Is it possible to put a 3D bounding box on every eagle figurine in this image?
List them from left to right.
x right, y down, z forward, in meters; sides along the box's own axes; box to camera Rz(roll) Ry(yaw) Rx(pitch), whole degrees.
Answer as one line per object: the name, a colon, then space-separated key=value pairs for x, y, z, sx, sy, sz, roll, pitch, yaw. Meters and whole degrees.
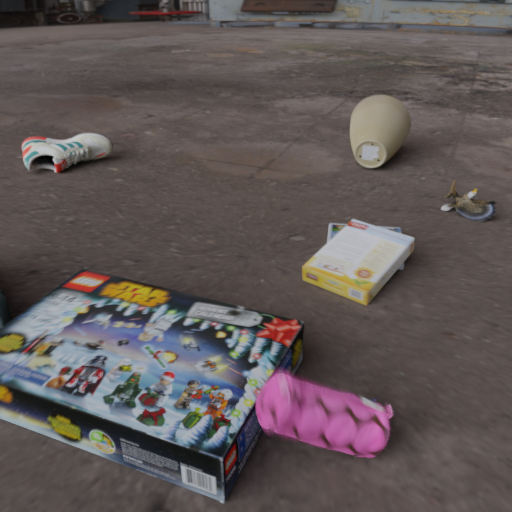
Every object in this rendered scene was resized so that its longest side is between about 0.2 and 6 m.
eagle figurine: x=4.771 y=-1.179 z=12.514 sx=1.061 sy=0.801 sz=0.805 roll=35 pitch=80 yaw=3

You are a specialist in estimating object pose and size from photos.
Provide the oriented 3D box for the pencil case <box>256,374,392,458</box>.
pencil case: x=0.778 y=1.774 z=6.317 sx=1.485 sy=0.696 sz=0.674 roll=19 pitch=39 yaw=-20

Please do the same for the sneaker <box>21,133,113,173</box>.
sneaker: x=-5.061 y=-2.658 z=15.104 sx=2.378 sy=0.837 sz=1.112 roll=-5 pitch=49 yaw=-17

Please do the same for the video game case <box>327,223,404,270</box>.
video game case: x=2.123 y=-0.207 z=10.993 sx=1.455 sy=0.160 sz=1.326 roll=4 pitch=35 yaw=9

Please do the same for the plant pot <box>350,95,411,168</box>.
plant pot: x=3.249 y=-3.221 z=15.300 sx=1.689 sy=1.689 sz=1.803 roll=9 pitch=42 yaw=17

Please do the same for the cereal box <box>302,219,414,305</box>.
cereal box: x=1.869 y=0.053 z=10.147 sx=1.314 sy=0.361 sz=1.826 roll=22 pitch=44 yaw=32

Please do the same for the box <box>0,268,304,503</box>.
box: x=-1.569 y=1.420 z=7.513 sx=3.823 sy=0.762 sz=2.617 roll=11 pitch=31 yaw=20

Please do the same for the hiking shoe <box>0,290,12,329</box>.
hiking shoe: x=-5.088 y=0.530 z=8.749 sx=3.033 sy=1.128 sz=1.315 roll=24 pitch=36 yaw=36
